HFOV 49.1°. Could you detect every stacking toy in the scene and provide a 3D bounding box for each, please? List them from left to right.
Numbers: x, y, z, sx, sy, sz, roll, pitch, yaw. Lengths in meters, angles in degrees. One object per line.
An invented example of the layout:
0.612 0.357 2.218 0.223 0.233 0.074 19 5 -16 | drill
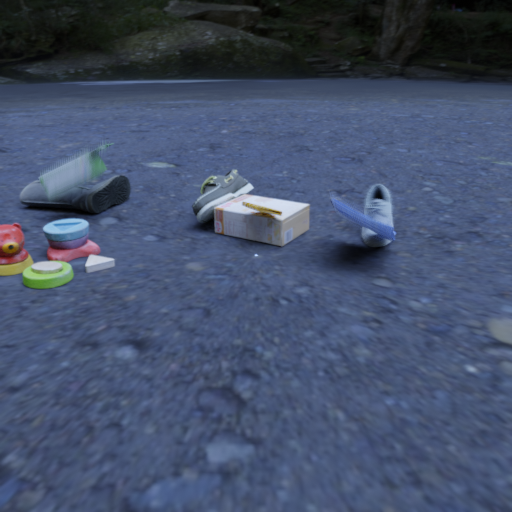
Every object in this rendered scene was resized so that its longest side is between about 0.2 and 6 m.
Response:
-3.579 -0.186 9.824 1.718 0.802 1.898 19 29 39 | stacking toy

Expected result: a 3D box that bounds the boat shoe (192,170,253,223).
-0.848 -1.378 12.427 0.878 0.734 2.456 -40 0 27 | boat shoe

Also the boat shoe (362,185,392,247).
2.426 -0.860 11.332 0.622 0.635 1.784 -7 34 18 | boat shoe

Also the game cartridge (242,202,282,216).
0.107 -0.906 10.671 0.570 0.105 0.646 10 10 -29 | game cartridge

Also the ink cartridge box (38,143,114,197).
-3.764 -1.855 12.098 1.604 0.476 0.833 -25 11 8 | ink cartridge box

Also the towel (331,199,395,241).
1.948 -0.646 9.983 1.172 0.193 1.619 30 5 14 | towel

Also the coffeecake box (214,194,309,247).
0.123 -0.767 11.542 1.589 0.580 1.220 13 25 28 | coffeecake box

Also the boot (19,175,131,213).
-4.295 -1.523 13.460 2.019 0.732 1.835 2 19 24 | boot
